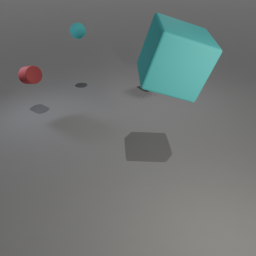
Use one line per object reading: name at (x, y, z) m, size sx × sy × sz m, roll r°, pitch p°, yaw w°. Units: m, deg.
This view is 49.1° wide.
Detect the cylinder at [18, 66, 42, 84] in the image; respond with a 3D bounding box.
cylinder at (-3.901, -2.111, 11.174) m, size 0.700 × 0.700 × 0.700 m, roll 8°, pitch 26°, yaw 45°

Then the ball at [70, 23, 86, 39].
ball at (-2.270, -4.389, 12.664) m, size 0.700 × 0.700 × 0.700 m, roll 0°, pitch 30°, yaw 0°

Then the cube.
cube at (1.126, -1.689, 6.720) m, size 1.400 × 1.400 × 1.400 m, roll 13°, pitch 36°, yaw -13°
